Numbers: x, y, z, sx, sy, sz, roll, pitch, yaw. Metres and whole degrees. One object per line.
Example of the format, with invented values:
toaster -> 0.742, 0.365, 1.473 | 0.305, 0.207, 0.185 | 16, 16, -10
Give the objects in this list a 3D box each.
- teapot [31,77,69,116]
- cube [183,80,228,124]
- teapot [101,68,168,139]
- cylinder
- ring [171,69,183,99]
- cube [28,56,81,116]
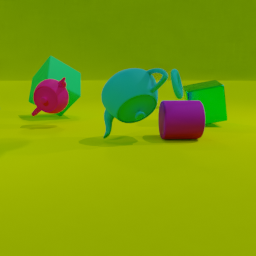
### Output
teapot -> -2.099, -0.859, 7.579 | 1.549, 0.963, 0.759 | -42, 6, 19
cube -> 2.203, -0.742, 8.118 | 1.021, 1.021, 1.021 | -9, 16, 8
teapot -> 0.049, -0.552, 5.890 | 1.967, 0.963, 1.223 | -40, -36, 25
cylinder -> 1.173, -0.183, 6.269 | 0.863, 0.863, 0.863 | -1, 11, -4
ring -> 2.168, -1.937, 12.373 | 0.271, 1.354, 1.354 | -11, 6, 20
cube -> -2.445, -1.389, 9.474 | 1.235, 1.235, 1.235 | 27, -52, -35
